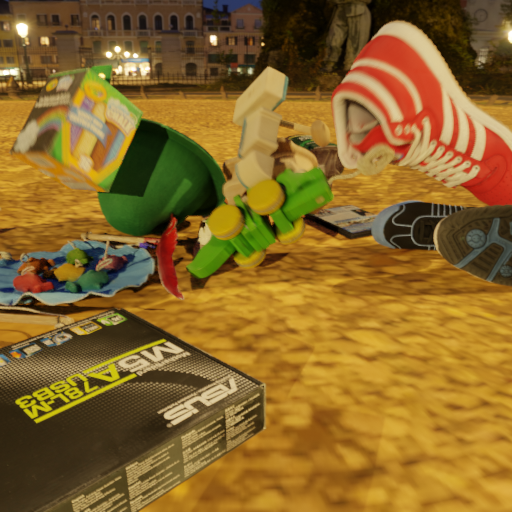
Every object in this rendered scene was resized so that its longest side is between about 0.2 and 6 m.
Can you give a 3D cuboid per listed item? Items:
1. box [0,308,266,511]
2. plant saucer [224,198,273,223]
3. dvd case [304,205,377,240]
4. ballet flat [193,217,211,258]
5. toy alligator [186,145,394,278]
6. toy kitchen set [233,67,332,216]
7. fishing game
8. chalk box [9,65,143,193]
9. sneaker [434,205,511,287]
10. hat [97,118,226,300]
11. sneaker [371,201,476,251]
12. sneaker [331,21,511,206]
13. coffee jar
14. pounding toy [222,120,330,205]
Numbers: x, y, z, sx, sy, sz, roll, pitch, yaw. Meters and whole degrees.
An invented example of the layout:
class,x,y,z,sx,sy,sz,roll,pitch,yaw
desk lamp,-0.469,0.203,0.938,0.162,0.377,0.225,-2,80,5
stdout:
class,x,y,z,sx,sy,sz,roll,pitch,yaw
box,-1.507,1.304,4.725,2.342,0.557,2.262,-19,25,-41
plant saucer,-0.034,-1.011,11.454,1.578,0.295,1.578,1,20,0
dvd case,1.812,-0.666,10.727,1.152,0.142,1.615,-11,23,-24
ballet flat,-0.783,-0.288,9.144,0.519,0.513,1.525,-3,20,-7
toy alligator,0.334,-0.792,7.898,3.233,0.959,0.877,-32,48,7
toy kitchen set,0.428,-1.742,9.178,1.520,1.898,1.118,19,-23,-24
fishing game,-2.695,0.098,7.993,2.514,0.546,3.511,4,19,17
chalk box,-2.457,-1.920,7.988,1.077,1.726,1.070,10,-18,40
sneaker,4.108,-0.178,8.281,3.137,1.188,1.209,3,5,-5
hat,-2.080,-0.411,9.181,2.674,3.229,2.842,17,65,-1
sneaker,3.102,-0.479,9.219,2.335,0.819,0.910,-6,13,-18
sneaker,2.560,-1.542,8.283,1.988,3.535,1.259,-49,9,-25
coffee jar,1.469,-2.711,15.140,1.153,0.943,2.210,-7,21,-15
pounding toy,0.412,-1.569,9.711,2.132,1.219,1.223,-19,54,22
